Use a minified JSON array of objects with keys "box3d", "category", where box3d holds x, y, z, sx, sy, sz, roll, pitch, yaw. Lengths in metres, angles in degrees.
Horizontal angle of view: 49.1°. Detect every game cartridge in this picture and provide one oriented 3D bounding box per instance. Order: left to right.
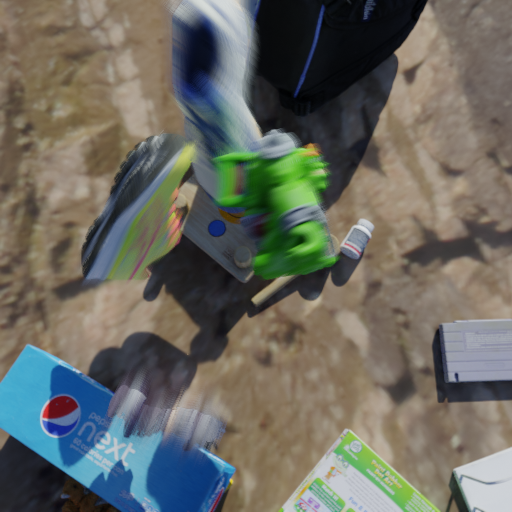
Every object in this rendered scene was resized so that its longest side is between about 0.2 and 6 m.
[{"box3d":[4.030,1.634,9.681,1.627,0.312,1.055,-1,71,0],"category":"game cartridge"}]

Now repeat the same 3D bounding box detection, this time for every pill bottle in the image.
[{"box3d":[1.834,-0.314,10.113,0.397,0.397,0.664,32,78,8],"category":"pill bottle"}]

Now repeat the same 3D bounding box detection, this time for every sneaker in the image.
[{"box3d":[-1.410,-0.571,7.508,1.099,2.435,0.951,18,37,-32],"category":"sneaker"},{"box3d":[-0.675,-1.979,7.854,1.190,1.394,3.163,-3,115,15],"category":"sneaker"}]

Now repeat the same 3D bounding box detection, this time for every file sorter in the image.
[{"box3d":[4.348,4.172,8.442,1.558,1.398,2.245,-18,77,-4],"category":"file sorter"}]

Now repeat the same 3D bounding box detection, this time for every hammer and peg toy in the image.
[{"box3d":[-0.017,-0.574,9.854,2.885,1.017,2.122,40,79,10],"category":"hammer and peg toy"}]

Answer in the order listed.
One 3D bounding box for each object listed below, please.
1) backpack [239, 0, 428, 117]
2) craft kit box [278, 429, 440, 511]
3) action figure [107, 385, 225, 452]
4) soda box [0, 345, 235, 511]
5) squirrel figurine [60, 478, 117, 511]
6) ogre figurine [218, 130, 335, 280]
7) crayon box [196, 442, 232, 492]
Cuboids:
[{"box3d":[1.435,-4.706,9.872,3.405,3.116,2.502,-35,74,-21],"category":"backpack"},{"box3d":[1.598,4.278,8.897,2.124,0.515,2.098,42,82,10],"category":"craft kit box"},{"box3d":[-1.092,2.088,6.971,1.624,1.057,0.563,1,54,36],"category":"action figure"},{"box3d":[-2.227,2.844,8.579,3.687,1.183,1.251,26,73,16],"category":"soda box"},{"box3d":[-2.735,3.910,8.830,0.840,0.637,0.900,37,99,-15],"category":"squirrel figurine"},{"box3d":[0.262,-0.556,7.032,1.354,2.759,1.654,-12,89,12],"category":"ogre figurine"},{"box3d":[-1.256,3.688,9.074,1.341,0.391,1.157,-40,79,-9],"category":"crayon box"}]
